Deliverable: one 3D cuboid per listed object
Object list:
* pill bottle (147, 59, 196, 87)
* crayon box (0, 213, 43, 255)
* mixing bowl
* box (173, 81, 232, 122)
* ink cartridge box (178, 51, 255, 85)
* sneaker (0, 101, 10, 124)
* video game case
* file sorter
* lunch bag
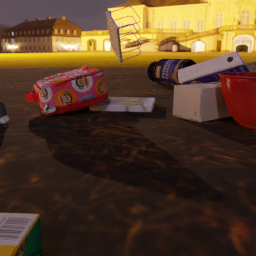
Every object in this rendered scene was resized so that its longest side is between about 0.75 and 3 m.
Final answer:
[{"bbox_3d":[2.544,-3.281,16.575,1.622,1.622,2.901,-11,18,-36],"label":"pill bottle"},{"bbox_3d":[-1.314,1.175,1.393,1.175,0.576,1.979,1,14,2],"label":"crayon box"},{"bbox_3d":[3.549,-0.705,7.151,2.489,1.348,2.489,1,14,0],"label":"mixing bowl"},{"bbox_3d":[2.792,-0.906,8.690,2.822,0.965,1.159,-10,18,-35],"label":"box"},{"bbox_3d":[3.648,-1.879,10.160,2.825,0.613,2.799,-10,-12,32],"label":"ink cartridge box"},{"bbox_3d":[-3.913,-0.393,7.282,1.489,0.679,0.578,-11,18,-34],"label":"sneaker"},{"bbox_3d":[-0.119,-0.867,9.974,2.066,0.236,1.880,1,15,9],"label":"video game case"},{"bbox_3d":[-0.060,-1.988,5.956,0.563,0.905,0.628,-20,58,-9],"label":"file sorter"},{"bbox_3d":[-2.160,-1.293,9.473,2.513,1.169,2.853,-17,19,-15],"label":"lunch bag"}]
